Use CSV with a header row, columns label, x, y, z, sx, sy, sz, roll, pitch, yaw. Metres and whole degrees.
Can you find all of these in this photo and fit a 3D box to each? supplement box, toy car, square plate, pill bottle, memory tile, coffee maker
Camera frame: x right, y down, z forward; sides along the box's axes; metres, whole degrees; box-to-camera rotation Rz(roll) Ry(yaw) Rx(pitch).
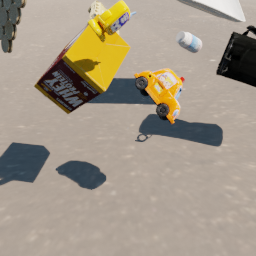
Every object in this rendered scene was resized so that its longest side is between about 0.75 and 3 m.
label,x,y,z,sx,sy,sz,roll,pitch,yaw
supplement box,-0.789,-1.061,4.846,1.192,0.791,1.175,-23,34,47
toy car,0.384,-0.849,4.131,0.725,2.179,1.069,-38,62,5
square plate,2.039,-3.912,7.925,2.344,0.337,2.367,16,50,-13
pill bottle,2.307,-3.282,10.667,1.065,0.579,0.579,10,18,-43
memory tile,-3.874,-3.824,9.022,0.204,2.434,1.866,-9,62,-43
coffee maker,3.014,-1.355,6.401,1.757,1.184,1.688,21,52,10

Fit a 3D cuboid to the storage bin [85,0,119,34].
label,x,y,z,sx,sy,sz,roll,pitch,yaw
storage bin,-0.781,-3.184,8.611,0.521,1.104,1.112,-31,37,24
